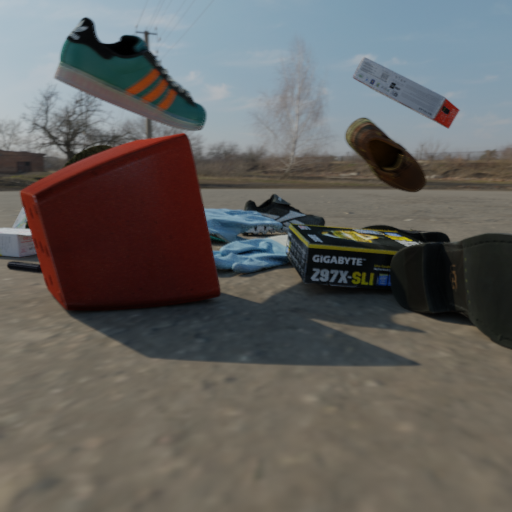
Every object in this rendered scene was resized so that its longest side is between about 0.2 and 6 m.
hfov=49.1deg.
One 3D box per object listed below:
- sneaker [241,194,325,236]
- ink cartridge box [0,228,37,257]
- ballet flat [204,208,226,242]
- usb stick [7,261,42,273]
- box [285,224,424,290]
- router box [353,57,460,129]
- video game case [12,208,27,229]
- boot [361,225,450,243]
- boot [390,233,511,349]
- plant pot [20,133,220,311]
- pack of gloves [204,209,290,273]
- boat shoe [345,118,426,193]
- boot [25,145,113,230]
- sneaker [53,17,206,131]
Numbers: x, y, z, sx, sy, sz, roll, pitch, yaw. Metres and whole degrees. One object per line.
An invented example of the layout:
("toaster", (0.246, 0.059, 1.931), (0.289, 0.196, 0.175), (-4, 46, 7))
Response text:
("sneaker", (0.744, -1.125, 15.138), (2.438, 1.103, 0.810), (-2, 10, -15))
("ink cartridge box", (-4.972, -0.280, 11.645), (1.463, 0.496, 0.842), (3, 9, 22))
("ballet flat", (-1.647, -0.850, 13.945), (2.430, 0.888, 0.888), (6, 11, 37))
("usb stick", (-4.015, 0.190, 9.811), (0.846, 0.138, 0.235), (4, 4, 28))
("box", (1.652, -0.024, 9.029), (2.098, 0.648, 2.628), (6, 9, -3))
("router box", (3.188, -3.385, 11.745), (1.921, 0.469, 1.724), (35, 20, 22))
("video game case", (-6.350, -1.058, 15.585), (0.962, 0.877, 0.106), (0, -29, 35))
("boot", (2.755, -0.252, 11.357), (2.041, 0.706, 1.777), (4, 4, -7))
("boot", (3.501, 0.188, 6.582), (2.840, 1.129, 3.262), (-4, 7, -20))
("plant pot", (-1.959, -0.352, 7.592), (1.912, 2.168, 2.170), (-18, 16, -27))
("pack of gloves", (-0.385, -0.174, 11.297), (3.735, 0.737, 3.138), (-7, 26, -43))
("boat shoe", (2.217, -1.538, 9.257), (1.842, 0.663, 0.622), (32, 19, -33))
("boot", (-4.600, -1.659, 14.378), (3.015, 1.138, 3.442), (-43, 15, -2))
("sneaker", (-2.131, -3.420, 10.857), (3.335, 1.333, 1.190), (10, 18, -48))
